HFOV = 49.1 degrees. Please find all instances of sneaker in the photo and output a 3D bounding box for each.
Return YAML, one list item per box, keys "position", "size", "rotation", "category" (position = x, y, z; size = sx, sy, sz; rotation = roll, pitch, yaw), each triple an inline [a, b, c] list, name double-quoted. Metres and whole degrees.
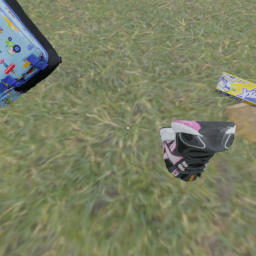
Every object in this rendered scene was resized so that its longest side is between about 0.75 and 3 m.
- position: [0.989, 0.374, 4.186]
  size: [0.825, 2.053, 0.886]
  rotation: [0, 85, -1]
  category: "sneaker"

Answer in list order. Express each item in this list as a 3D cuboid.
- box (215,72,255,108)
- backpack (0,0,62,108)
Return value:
- position: [2.003, -0.610, 4.775]
  size: [0.937, 0.301, 0.328]
  rotation: [26, 94, 16]
  category: "box"
- position: [-2.474, -1.249, 4.961]
  size: [1.935, 1.767, 1.302]
  rotation: [-35, 12, 10]
  category: "backpack"
